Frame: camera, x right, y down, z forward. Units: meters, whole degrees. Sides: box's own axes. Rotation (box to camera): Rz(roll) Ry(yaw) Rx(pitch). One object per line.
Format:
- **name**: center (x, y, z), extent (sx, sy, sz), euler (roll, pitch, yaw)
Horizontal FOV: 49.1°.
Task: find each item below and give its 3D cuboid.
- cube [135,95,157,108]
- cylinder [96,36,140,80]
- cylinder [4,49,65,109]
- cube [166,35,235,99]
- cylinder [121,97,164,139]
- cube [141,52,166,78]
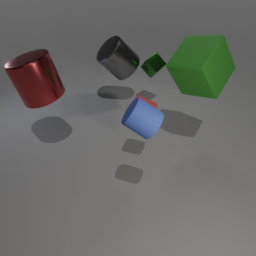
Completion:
- **cube**: center (0.398, -0.443, 8.552), extent (0.700, 0.700, 0.700), euler (23, 52, 0)
- **cylinder**: center (-0.433, -3.072, 12.367), extent (1.400, 1.400, 1.400), euler (-28, 44, 31)
- **cylinder**: center (-2.890, -1.552, 8.815), extent (1.400, 1.400, 1.400), euler (-13, 34, 9)
- **cube**: center (2.354, -1.972, 9.014), extent (1.400, 1.400, 1.400), euler (17, 67, 45)
- **cylinder**: center (0.320, -0.214, 6.255), extent (0.700, 0.700, 0.700), euler (32, 31, -12)
- **cube**: center (1.115, -2.760, 12.315), extent (0.700, 0.700, 0.700), euler (-43, 4, -18)
